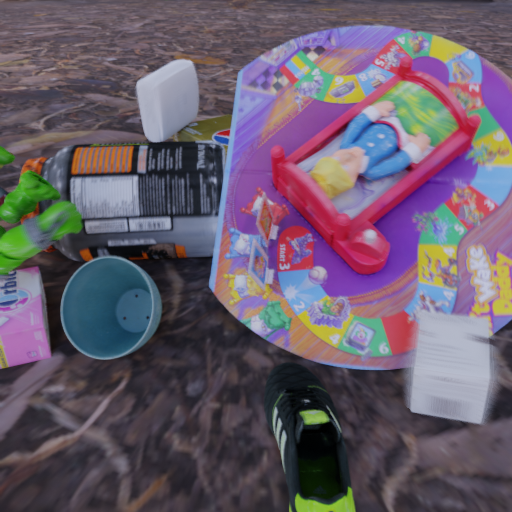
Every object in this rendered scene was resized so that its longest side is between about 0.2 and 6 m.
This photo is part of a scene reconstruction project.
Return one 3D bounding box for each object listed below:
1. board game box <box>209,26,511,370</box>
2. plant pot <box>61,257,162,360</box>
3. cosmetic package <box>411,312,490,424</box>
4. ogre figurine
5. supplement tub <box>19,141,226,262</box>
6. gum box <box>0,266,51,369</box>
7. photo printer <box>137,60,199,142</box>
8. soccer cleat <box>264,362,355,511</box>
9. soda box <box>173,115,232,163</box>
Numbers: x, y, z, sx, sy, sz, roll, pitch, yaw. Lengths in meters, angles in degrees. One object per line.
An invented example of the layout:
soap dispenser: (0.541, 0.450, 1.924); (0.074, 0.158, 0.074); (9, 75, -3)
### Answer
board game box: (1.420, -1.117, 6.778); (3.825, 0.943, 4.842); (4, 72, 8)
plant pot: (-1.603, 0.636, 6.717); (1.166, 1.166, 0.785); (10, -5, 16)
cosmetic package: (1.994, 1.125, 5.764); (0.695, 0.695, 0.843); (5, 38, 17)
ogre figurine: (-3.258, -0.574, 6.656); (2.383, 1.429, 1.169); (35, 1, -1)
supplement tub: (-1.859, -0.806, 8.376); (2.866, 1.756, 1.756); (-2, 30, -3)
gum box: (-3.074, 0.727, 6.972); (0.844, 0.492, 1.486); (-11, 33, -18)
photo printer: (-1.488, -2.778, 9.904); (0.469, 1.123, 1.350); (17, 41, 22)
soccer cleat: (0.499, 1.596, 5.107); (0.726, 0.871, 2.149); (-3, 30, -5)
soda box: (0.161, -1.285, 9.646); (1.365, 1.290, 4.030); (-21, 37, -31)
